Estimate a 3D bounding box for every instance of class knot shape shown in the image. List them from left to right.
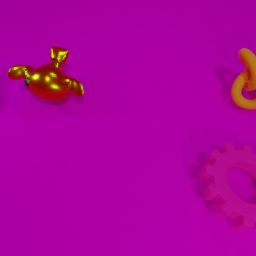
[{"bbox_3d":[3.276,-1.238,7.415,0.735,1.591,1.488,12,94,39],"label":"knot shape"}]

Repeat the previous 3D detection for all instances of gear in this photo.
[{"bbox_3d":[2.478,1.206,5.970,1.855,0.343,1.855,7,55,-9],"label":"gear"}]

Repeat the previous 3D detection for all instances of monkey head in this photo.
[{"bbox_3d":[-1.984,-1.413,7.297,1.951,1.404,1.176,15,14,-2],"label":"monkey head"}]
